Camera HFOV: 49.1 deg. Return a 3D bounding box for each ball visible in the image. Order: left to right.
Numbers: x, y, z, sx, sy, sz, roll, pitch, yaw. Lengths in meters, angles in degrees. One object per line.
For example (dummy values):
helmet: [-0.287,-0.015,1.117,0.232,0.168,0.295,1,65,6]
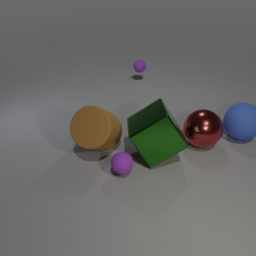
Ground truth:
ball: [-0.183,1.083,8.708,0.700,0.700,0.700,0,32,0]
ball: [0.642,-3.369,15.276,0.700,0.700,0.700,0,32,0]
ball: [2.686,0.023,10.043,1.400,1.400,1.400,0,32,0]
ball: [4.282,-0.244,10.421,1.400,1.400,1.400,0,32,0]

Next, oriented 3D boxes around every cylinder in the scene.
cylinder: [-1.039,0.037,9.479,1.400,1.400,1.400,10,-3,15]

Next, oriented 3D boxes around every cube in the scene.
cube: [0.928,0.143,9.225,1.400,1.400,1.400,-31,24,12]
